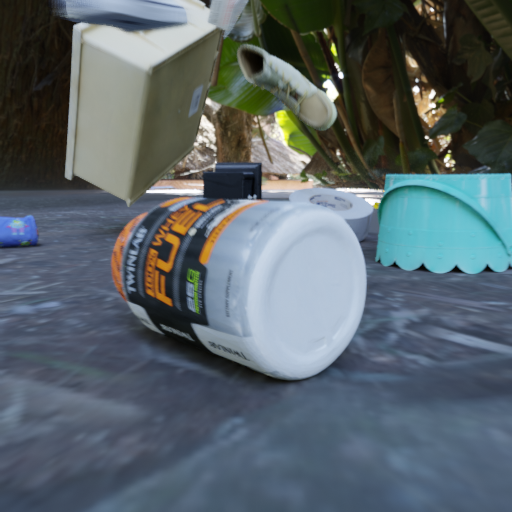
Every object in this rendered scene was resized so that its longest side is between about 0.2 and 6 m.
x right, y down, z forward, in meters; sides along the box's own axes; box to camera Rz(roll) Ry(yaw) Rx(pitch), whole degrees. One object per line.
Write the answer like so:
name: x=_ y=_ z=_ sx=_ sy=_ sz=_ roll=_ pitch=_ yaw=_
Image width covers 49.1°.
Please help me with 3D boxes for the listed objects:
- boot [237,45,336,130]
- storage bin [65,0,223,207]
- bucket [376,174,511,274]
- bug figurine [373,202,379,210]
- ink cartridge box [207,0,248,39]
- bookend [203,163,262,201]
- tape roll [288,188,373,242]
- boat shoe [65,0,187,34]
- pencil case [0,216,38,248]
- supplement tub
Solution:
boot: x=0.521 y=-2.964 z=9.869 sx=1.386 sy=0.646 sz=1.793 roll=5 pitch=41 yaw=-55
storage bin: x=-2.160 y=-3.246 z=11.354 sx=1.521 sy=3.246 sz=3.223 roll=28 pitch=44 yaw=7
bucket: x=2.683 y=-0.522 z=8.005 sx=1.983 sy=1.290 sz=1.983 roll=-1 pitch=8 yaw=0
bug figurine: x=3.985 y=-0.606 z=9.874 sx=3.619 sy=0.931 sz=2.807 roll=-2 pitch=13 yaw=-40
ink cartridge box: x=-0.415 y=-4.180 z=9.049 sx=0.421 sy=1.247 sz=0.726 roll=22 pitch=-35 yaw=-4
bookend: x=-0.368 y=-0.483 z=7.178 sx=0.667 sy=1.449 sz=1.440 roll=1 pitch=8 yaw=11
tape roll: x=1.404 y=-0.796 z=10.822 sx=1.616 sy=0.534 sz=1.616 roll=5 pitch=25 yaw=-2
boat shoe: x=-1.654 y=-3.456 z=7.309 sx=0.893 sy=0.879 sz=2.518 roll=-1 pitch=16 yaw=21
pencil case: x=-4.537 y=-0.426 z=9.701 sx=1.424 sy=0.618 sz=0.556 roll=-3 pitch=-31 yaw=-24
supplement tub: x=-0.231 y=0.143 z=4.028 sx=1.111 sy=1.111 sz=1.813 roll=-7 pitch=10 yaw=-42
